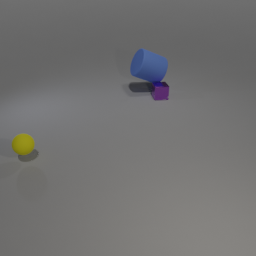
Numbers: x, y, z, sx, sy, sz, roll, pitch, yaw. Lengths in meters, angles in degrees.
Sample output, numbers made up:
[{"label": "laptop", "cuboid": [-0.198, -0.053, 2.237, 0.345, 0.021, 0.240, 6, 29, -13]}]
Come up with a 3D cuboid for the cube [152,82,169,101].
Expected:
[{"label": "cube", "cuboid": [1.591, -1.830, 13.841, 0.700, 0.700, 0.700, -5, 29, -8]}]

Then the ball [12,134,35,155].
[{"label": "ball", "cuboid": [-3.397, 0.531, 9.083, 0.700, 0.700, 0.700, 0, 30, 0]}]

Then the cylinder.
[{"label": "cylinder", "cuboid": [1.038, -3.078, 14.027, 1.400, 1.400, 1.400, 14, 23, -25]}]
